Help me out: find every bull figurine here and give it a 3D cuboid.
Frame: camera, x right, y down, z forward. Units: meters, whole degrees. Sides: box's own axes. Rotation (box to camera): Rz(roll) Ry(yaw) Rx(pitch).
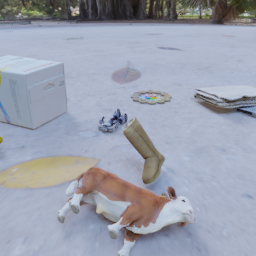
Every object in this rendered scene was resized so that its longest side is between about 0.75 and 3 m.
[{"bbox_3d":[-0.073,1.471,5.129,2.491,0.811,1.512,16,30,31],"label":"bull figurine"}]

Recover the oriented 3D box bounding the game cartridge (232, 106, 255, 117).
[{"bbox_3d":[4.509,-0.674,10.398,0.678,0.206,1.017,-20,29,-30],"label":"game cartridge"}]

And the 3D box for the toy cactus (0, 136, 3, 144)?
[{"bbox_3d":[-4.200,0.647,6.905,1.734,1.075,2.102,-2,32,19],"label":"toy cactus"}]

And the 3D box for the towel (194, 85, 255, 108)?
[{"bbox_3d":[4.276,-1.319,11.120,2.921,0.504,1.936,-7,21,-20],"label":"towel"}]

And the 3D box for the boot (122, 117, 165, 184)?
[{"bbox_3d":[0.275,0.516,6.390,0.412,1.246,1.092,-29,14,31],"label":"boot"}]

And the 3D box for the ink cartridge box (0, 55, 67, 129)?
[{"bbox_3d":[-3.754,-1.344,9.814,2.625,1.899,1.908,12,28,24],"label":"ink cartridge box"}]

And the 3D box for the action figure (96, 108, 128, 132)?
[{"bbox_3d":[-0.525,-0.197,9.166,0.794,0.423,1.221,20,35,25],"label":"action figure"}]

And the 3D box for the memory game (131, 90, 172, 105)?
[{"bbox_3d":[0.992,-1.337,11.920,1.764,0.112,1.764,0,25,0],"label":"memory game"}]

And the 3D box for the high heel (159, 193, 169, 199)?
[{"bbox_3d":[0.965,1.517,5.621,0.811,0.290,0.578,1,30,22],"label":"high heel"}]
